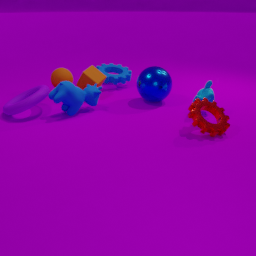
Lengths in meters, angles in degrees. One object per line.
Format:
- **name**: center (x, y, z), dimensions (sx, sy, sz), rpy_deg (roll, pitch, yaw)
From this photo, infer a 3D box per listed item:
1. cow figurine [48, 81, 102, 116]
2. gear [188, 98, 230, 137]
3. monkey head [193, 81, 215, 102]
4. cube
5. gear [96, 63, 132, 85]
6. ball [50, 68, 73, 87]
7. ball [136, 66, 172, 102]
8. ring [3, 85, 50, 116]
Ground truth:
- **cow figurine**: center (-1.773, -1.211, 9.893), dimensions (1.593, 1.619, 0.888), rpy_deg (-49, 47, -8)
- **gear**: center (2.475, -0.343, 8.570), dimensions (1.319, 0.244, 1.319), rpy_deg (11, 51, -14)
- **monkey head**: center (2.639, -1.100, 9.972), dimensions (0.841, 1.170, 0.705), rpy_deg (8, 40, -19)
- **cube**: center (-1.497, -1.929, 11.428), dimensions (0.774, 0.774, 0.774), rpy_deg (39, 42, -2)
- **gear**: center (-0.682, -2.524, 12.961), dimensions (1.678, 0.310, 1.678), rpy_deg (5, 34, -4)
- **ball**: center (-2.846, -2.107, 12.067), dimensions (0.954, 0.954, 0.954), rpy_deg (0, 25, 0)
- **ball**: center (1.027, -1.704, 10.927), dimensions (1.396, 1.396, 1.396), rpy_deg (0, 25, 0)
- **ring**: center (-3.622, -1.012, 10.005), dimensions (1.782, 0.356, 1.782), rpy_deg (-21, 25, 10)
